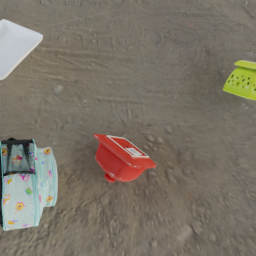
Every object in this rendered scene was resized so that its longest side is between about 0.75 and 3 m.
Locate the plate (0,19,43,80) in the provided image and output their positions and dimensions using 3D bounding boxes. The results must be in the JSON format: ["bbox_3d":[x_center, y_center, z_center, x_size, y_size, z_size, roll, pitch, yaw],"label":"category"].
[{"bbox_3d":[-4.254,-2.676,9.593,2.142,0.346,2.137,27,70,22],"label":"plate"}]

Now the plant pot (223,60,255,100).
[{"bbox_3d":[3.817,-1.452,8.551,1.156,1.049,1.150,5,18,-23],"label":"plant pot"}]

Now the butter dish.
[{"bbox_3d":[-0.256,0.964,7.632,1.531,1.536,1.135,36,101,27],"label":"butter dish"}]

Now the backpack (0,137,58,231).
[{"bbox_3d":[-2.540,1.459,6.943,1.544,1.770,2.014,5,58,-20],"label":"backpack"}]
